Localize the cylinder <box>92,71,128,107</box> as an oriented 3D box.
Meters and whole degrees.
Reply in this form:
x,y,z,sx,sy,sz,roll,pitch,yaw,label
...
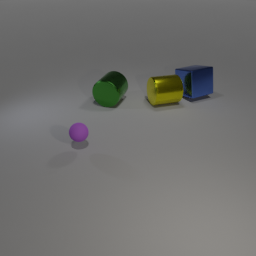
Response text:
x,y,z,sx,sy,sz,roll,pitch,yaw,label
-0.859,-1.941,13.892,1.400,1.400,1.400,9,33,17,cylinder

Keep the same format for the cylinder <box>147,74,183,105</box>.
x,y,z,sx,sy,sz,roll,pitch,yaw,label
1.806,-1.886,13.855,1.400,1.400,1.400,-8,30,-15,cylinder

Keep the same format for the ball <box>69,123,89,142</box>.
x,y,z,sx,sy,sz,roll,pitch,yaw,label
-1.768,0.154,10.061,0.700,0.700,0.700,0,28,0,ball

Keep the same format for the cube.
x,y,z,sx,sy,sz,roll,pitch,yaw,label
3.454,-2.454,14.650,1.400,1.400,1.400,-15,21,-23,cube
